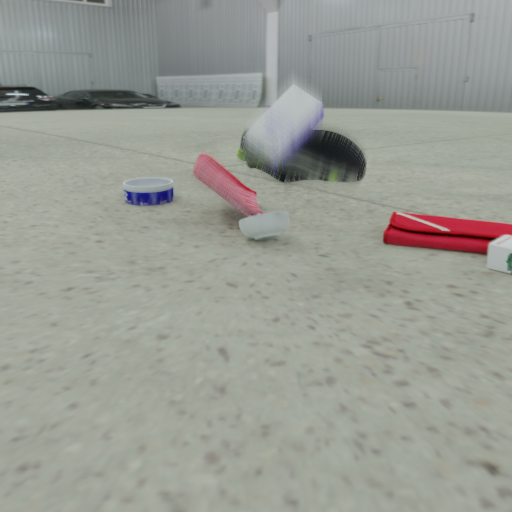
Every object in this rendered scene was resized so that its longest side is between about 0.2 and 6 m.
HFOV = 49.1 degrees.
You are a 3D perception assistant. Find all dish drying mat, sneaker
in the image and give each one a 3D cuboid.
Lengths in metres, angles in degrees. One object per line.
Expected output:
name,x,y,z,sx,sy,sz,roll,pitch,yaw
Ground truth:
dish drying mat,4.872,-0.411,11.241,4.392,0.400,1.687,6,19,19
sneaker,0.806,-1.748,10.118,2.341,0.969,0.839,17,64,7

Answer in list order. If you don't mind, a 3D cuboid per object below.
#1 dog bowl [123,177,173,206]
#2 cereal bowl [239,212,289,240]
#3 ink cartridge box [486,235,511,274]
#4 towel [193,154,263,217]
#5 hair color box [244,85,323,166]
dog bowl,-2.865,-1.726,14.940,1.316,0.518,1.316,0,19,0
cereal bowl,0.184,-0.579,11.428,1.051,0.438,1.051,-9,-6,-1
ink cartridge box,4.751,0.039,9.791,1.143,0.482,0.835,17,25,42
towel,-0.651,-1.655,13.184,1.875,0.291,2.592,36,12,-13
hair color box,0.381,-1.772,7.599,0.553,0.328,1.012,40,79,20
